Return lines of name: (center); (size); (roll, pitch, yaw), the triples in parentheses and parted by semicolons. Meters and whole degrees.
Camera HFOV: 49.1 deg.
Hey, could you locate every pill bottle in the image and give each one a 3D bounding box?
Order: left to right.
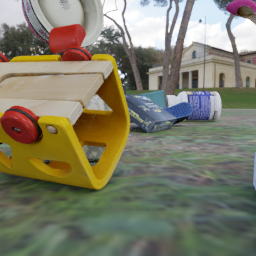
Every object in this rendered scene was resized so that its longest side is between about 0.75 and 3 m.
pill bottle: (2.684, -0.899, 11.828); (2.135, 1.278, 1.278); (0, 5, -2)

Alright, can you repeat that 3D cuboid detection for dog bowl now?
dog bowl: (-1.590, -2.872, 6.739); (0.766, 2.077, 2.077); (-5, 0, 44)

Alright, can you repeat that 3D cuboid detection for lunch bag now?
lunch bag: (-0.727, -0.027, 3.773); (1.052, 0.882, 0.733); (-1, 5, -7)

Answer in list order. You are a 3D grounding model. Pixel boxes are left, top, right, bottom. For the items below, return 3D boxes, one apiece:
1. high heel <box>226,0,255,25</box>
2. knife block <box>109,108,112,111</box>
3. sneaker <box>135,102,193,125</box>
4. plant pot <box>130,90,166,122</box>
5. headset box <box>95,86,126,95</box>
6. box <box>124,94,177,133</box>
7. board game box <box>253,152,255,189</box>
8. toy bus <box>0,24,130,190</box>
high heel: (3.751, -3.443, 8.686); (1.820, 0.873, 0.613); (29, -14, 33)
knife block: (-1.255, -0.272, 8.316); (1.691, 0.616, 1.926); (-3, 6, -21)
sneaker: (1.122, -0.341, 9.365); (2.070, 0.726, 0.806); (-9, -19, -14)
plant pot: (0.648, -0.816, 11.687); (1.778, 1.256, 1.256); (-7, 5, 4)
headset box: (-0.822, -0.839, 10.079); (1.646, 1.433, 0.764); (-4, 6, -39)
box: (0.526, -0.446, 7.995); (1.315, 0.425, 1.668); (39, 22, 21)
board game box: (1.610, 0.434, 1.549); (1.545, 0.337, 1.552); (0, 5, 18)
toy bus: (-1.046, -0.057, 2.773); (2.008, 1.100, 2.128); (-25, 40, -11)
